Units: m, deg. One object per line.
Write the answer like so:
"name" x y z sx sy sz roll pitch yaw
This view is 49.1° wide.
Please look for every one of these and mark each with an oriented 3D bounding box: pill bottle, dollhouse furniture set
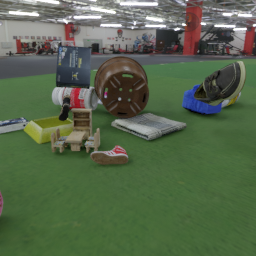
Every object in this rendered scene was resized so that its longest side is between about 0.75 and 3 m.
"pill bottle" -2.421 -1.390 12.841 1.943 1.090 1.090 7 20 17
"pill bottle" 4.796 -1.595 13.621 0.981 0.981 1.752 17 25 40
"dollhouse furniture set" -1.533 0.047 8.636 1.310 0.993 1.495 1 17 2

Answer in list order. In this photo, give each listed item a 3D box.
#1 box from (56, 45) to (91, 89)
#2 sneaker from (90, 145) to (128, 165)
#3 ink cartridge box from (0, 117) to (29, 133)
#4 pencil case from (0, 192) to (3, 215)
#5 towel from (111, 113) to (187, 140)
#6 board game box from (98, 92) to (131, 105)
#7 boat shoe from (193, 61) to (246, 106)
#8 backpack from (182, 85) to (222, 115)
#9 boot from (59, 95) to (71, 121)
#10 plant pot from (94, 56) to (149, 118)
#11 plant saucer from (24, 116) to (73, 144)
"box" -2.044 -2.299 10.588 1.257 1.595 0.407 3 -15 -10
"sneaker" -0.514 0.725 7.697 1.013 0.361 0.570 6 22 -6
"ink cartridge box" -4.187 -0.127 10.376 1.471 0.288 0.731 -12 22 -35
"pencil case" -3.352 1.381 4.987 2.093 0.866 0.905 1 46 1
"towel" 0.740 -0.173 10.358 2.070 0.371 2.150 -16 23 -38
"board game box" -1.025 -1.579 14.740 1.850 0.239 1.850 13 23 36
"boat shoe" 2.854 -1.326 9.053 0.881 0.958 2.680 0 -11 -5
"backpack" 3.225 -1.278 12.296 1.227 1.267 1.510 -2 12 -40
"boot" -2.012 -0.643 8.946 0.282 0.772 0.581 11 47 -17
"plant pot" -0.193 -1.597 11.370 2.407 2.407 2.383 -2 19 -5
"plant saucer" -2.614 -0.048 9.910 1.720 0.412 1.717 -12 22 -34
